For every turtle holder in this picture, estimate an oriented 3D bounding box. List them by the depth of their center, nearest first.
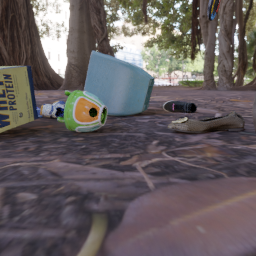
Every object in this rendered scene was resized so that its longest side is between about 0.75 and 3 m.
[{"bbox_3d":[-1.198,-0.365,8.129,1.139,1.219,1.604,10,-30,11],"label":"turtle holder"}]

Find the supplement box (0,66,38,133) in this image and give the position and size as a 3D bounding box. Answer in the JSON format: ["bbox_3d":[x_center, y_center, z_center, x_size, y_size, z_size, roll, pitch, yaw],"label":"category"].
[{"bbox_3d":[-4.373,-0.805,7.841,2.461,1.654,2.464,4,18,22],"label":"supplement box"}]

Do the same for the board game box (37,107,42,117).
[{"bbox_3d":[-4.677,-0.623,11.578,1.978,0.341,1.339,-5,11,-26],"label":"board game box"}]

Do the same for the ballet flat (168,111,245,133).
[{"bbox_3d":[2.335,-0.184,8.229,2.483,0.576,0.836,-2,10,-14],"label":"ballet flat"}]

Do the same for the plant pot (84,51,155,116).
[{"bbox_3d":[-0.264,-1.786,12.575,2.617,2.569,2.562,16,12,9],"label":"plant pot"}]

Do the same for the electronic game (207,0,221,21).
[{"bbox_3d":[2.584,-3.710,8.240,0.219,1.051,1.051,20,16,21],"label":"electronic game"}]

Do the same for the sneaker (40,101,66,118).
[{"bbox_3d":[-2.896,-0.700,11.679,0.756,0.645,1.714,16,18,13],"label":"sneaker"}]

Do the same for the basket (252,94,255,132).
[{"bbox_3d":[4.419,-0.393,6.666,2.400,1.632,2.164,4,5,42],"label":"basket"}]

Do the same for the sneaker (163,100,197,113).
[{"bbox_3d":[2.484,-1.000,13.105,1.623,0.574,0.805,1,4,-17],"label":"sneaker"}]
